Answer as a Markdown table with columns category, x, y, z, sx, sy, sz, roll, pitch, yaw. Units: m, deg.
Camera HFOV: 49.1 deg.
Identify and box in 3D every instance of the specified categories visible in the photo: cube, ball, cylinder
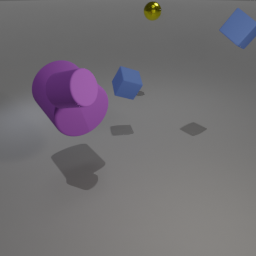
| category | x | y | z | sx | sy | sz | roll | pitch | yaw |
| --- | --- | --- | --- | --- | --- | --- | --- | --- | --- |
| cube | -0.034 | -1.453 | 9.096 | 0.700 | 0.700 | 0.700 | 11 | 46 | -26 |
| ball | 0.962 | -4.583 | 10.985 | 0.700 | 0.700 | 0.700 | 0 | 28 | 0 |
| cylinder | -1.050 | -0.729 | 5.261 | 0.700 | 0.700 | 0.700 | 0 | 23 | 36 |
| cube | 3.041 | -2.659 | 7.541 | 0.700 | 0.700 | 0.700 | 51 | 31 | 20 |
| cylinder | -1.419 | -0.736 | 6.834 | 1.400 | 1.400 | 1.400 | -19 | 44 | -31 |
